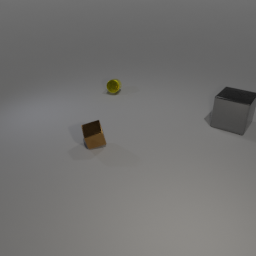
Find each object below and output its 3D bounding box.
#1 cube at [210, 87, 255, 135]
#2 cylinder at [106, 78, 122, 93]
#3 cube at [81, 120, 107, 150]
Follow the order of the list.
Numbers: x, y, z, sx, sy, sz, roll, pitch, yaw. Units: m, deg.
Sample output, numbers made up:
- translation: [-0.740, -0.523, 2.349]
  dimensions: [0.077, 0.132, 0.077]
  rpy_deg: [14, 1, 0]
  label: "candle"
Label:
- translation: [4.445, -0.753, 11.733]
  dimensions: [1.400, 1.400, 1.400]
  rpy_deg: [19, 34, 30]
  label: "cube"
- translation: [-0.740, -2.274, 15.011]
  dimensions: [0.700, 0.700, 0.700]
  rpy_deg: [5, 16, 8]
  label: "cylinder"
- translation: [-1.261, 0.251, 10.366]
  dimensions: [0.700, 0.700, 0.700]
  rpy_deg: [-17, 49, -4]
  label: "cube"
